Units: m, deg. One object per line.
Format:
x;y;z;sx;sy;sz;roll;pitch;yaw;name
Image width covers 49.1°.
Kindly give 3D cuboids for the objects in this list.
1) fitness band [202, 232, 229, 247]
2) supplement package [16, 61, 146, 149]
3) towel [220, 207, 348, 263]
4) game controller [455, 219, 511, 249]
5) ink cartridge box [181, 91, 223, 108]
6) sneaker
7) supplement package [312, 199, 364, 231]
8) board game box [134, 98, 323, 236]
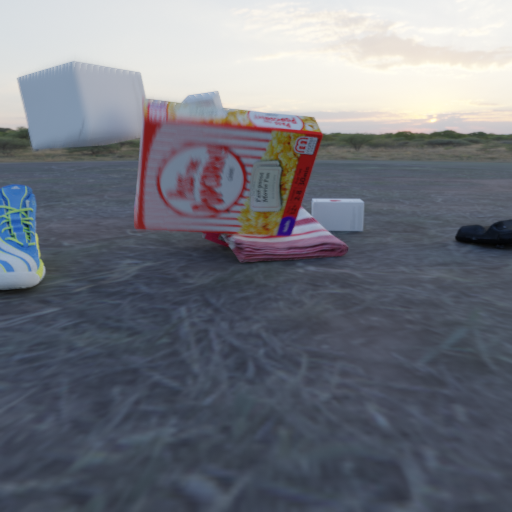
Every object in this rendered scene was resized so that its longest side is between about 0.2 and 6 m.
-0.855;-0.436;10.457;0.972;0.182;0.698;22;10;-33;fitness band
-2.505;-2.237;8.457;1.044;1.031;1.722;-6;10;21;supplement package
0.209;-0.657;10.423;1.993;0.315;2.767;-3;27;-21;towel
5.217;-0.479;11.131;2.571;0.541;1.341;-6;-1;-29;game controller
-0.799;-2.199;9.002;0.567;0.781;0.342;-3;38;20;ink cartridge box
-3.628;-0.330;8.110;0.957;1.328;2.528;-5;13;-23;sneaker
1.797;-0.919;12.469;1.099;0.658;0.666;0;12;2;supplement package
-0.524;-1.317;8.918;2.685;2.034;0.622;2;41;-14;board game box
